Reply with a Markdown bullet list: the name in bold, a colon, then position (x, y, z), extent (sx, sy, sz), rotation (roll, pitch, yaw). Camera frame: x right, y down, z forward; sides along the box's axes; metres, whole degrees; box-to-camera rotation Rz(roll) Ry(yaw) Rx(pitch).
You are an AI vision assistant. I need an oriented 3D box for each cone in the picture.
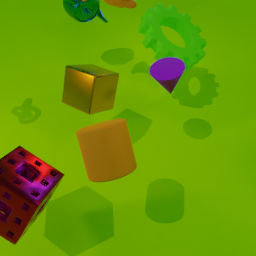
- **cone**: position (1.011, -1.142, 6.902), extent (0.845, 0.848, 0.845), rotation (-8, 49, 10)

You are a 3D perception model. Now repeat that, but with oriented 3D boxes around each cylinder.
- **cylinder**: position (-0.373, 0.376, 4.971), extent (0.905, 0.905, 0.905), rotation (-14, 8, 2)

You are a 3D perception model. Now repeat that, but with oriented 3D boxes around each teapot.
- **teapot**: position (-1.412, -3.999, 9.198), extent (1.978, 1.230, 0.968), rotation (3, 53, -55)

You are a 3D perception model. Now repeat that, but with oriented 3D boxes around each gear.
- **gear**: position (1.327, -2.685, 8.189), extent (2.095, 0.388, 2.095), rotation (12, 61, -22)

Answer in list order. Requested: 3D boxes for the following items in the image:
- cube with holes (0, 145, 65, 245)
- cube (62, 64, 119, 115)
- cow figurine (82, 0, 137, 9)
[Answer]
- **cube with holes**: position (-2.137, 1.251, 5.418), extent (1.105, 1.105, 1.105), rotation (33, 22, -1)
- **cube**: position (-0.967, -1.030, 7.227), extent (0.994, 0.994, 0.994), rotation (24, 25, 27)
- **cow figurine**: position (-0.586, -3.803, 7.793), extent (1.443, 0.805, 1.467), rotation (1, 25, -29)
